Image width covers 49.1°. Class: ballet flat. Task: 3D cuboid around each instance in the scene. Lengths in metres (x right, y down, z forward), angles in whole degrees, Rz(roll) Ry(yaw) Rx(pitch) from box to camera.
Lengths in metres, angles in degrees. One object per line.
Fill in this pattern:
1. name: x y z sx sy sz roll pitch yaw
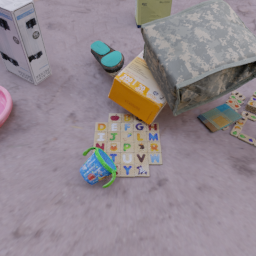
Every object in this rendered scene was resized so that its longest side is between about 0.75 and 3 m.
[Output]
1. ballet flat: -0.621 -2.385 9.890 0.829 0.834 2.440 -31 40 -2

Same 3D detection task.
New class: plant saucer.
1. plant saucer: -4.734 -0.458 8.639 2.335 0.592 2.335 1 48 -1

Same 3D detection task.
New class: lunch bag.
1. lunch bag: 2.058 -2.012 7.565 2.825 1.661 2.317 -22 63 -5

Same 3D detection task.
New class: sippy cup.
1. sippy cup: -0.802 1.029 7.174 0.741 0.794 1.011 -39 28 6

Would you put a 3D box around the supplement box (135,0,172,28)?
1. supplement box: 1.097 -5.405 12.416 1.498 1.496 1.005 -5 49 -4

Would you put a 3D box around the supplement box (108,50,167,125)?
1. supplement box: 0.753 -1.523 8.981 1.614 0.942 2.562 33 50 6

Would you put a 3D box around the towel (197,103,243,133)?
1. towel: 2.863 -0.326 8.766 1.133 0.123 0.831 -25 48 -13

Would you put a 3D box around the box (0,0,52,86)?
1. box: -3.662 -2.960 9.385 1.634 2.801 0.842 28 55 21

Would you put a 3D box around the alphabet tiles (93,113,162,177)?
1. alphabet tiles: -0.024 0.416 8.184 1.952 0.074 2.346 0 48 -1

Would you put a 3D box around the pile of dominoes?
1. pile of dominoes: 3.764 -0.451 8.807 1.616 0.330 2.073 28 54 22
